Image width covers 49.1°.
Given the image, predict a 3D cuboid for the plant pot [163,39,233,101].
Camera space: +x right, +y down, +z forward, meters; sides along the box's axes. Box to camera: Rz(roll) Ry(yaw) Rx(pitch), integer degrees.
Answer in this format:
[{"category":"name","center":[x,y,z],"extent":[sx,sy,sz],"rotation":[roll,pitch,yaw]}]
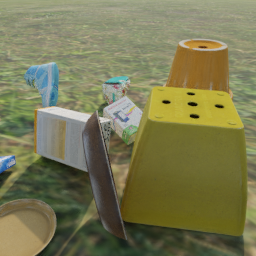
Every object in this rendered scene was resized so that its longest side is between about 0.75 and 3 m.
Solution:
[{"category":"plant pot","center":[2.358,-1.683,9.391],"extent":[2.453,2.246,2.453],"rotation":[0,31,0]}]

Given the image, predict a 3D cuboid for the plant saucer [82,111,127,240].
[{"category":"plant saucer","center":[-0.451,0.854,5.089],"extent":[0.374,2.333,2.333],"rotation":[-14,32,-3]}]

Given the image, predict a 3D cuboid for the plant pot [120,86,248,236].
[{"category":"plant pot","center":[1.208,0.440,5.851],"extent":[2.400,2.117,2.400],"rotation":[6,31,5]}]

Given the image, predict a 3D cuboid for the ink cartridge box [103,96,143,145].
[{"category":"ink cartridge box","center":[-0.035,-0.236,8.149],"extent":[0.871,0.524,1.198],"rotation":[-31,62,-26]}]

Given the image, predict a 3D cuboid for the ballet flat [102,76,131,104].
[{"category":"ballet flat","center":[-0.433,-1.331,9.918],"extent":[1.001,0.846,2.647],"rotation":[0,15,8]}]

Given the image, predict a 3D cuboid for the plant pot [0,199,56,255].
[{"category":"plant pot","center":[-2.057,1.928,5.214],"extent":[1.442,0.198,1.442],"rotation":[0,33,0]}]

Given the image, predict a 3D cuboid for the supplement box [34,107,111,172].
[{"category":"supplement box","center":[-1.416,0.227,6.972],"extent":[1.911,1.204,0.703],"rotation":[14,17,28]}]

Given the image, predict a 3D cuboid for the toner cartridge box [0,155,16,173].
[{"category":"toner cartridge box","center":[-3.078,0.879,6.454],"extent":[0.542,0.247,1.142],"rotation":[-7,6,0]}]

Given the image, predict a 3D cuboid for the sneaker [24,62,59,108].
[{"category":"sneaker","center":[-3.052,-1.393,9.690],"extent":[1.162,0.708,1.780],"rotation":[-2,70,5]}]
